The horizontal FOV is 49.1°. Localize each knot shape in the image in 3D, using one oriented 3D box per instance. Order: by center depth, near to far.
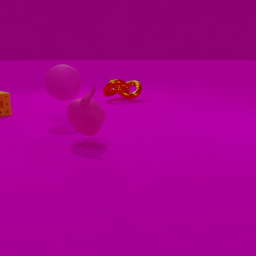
[{"bbox_3d":[-0.424,-1.837,13.047,1.845,0.853,1.727,13,13,43],"label":"knot shape"}]

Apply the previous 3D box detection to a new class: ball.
[{"bbox_3d":[-1.968,-1.365,8.501,1.098,1.098,1.098,0,15,0],"label":"ball"}]

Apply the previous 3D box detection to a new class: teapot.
[{"bbox_3d":[-0.948,-0.352,6.660,0.961,1.545,0.757,36,58,18],"label":"teapot"}]

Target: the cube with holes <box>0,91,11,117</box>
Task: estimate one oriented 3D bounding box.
[{"bbox_3d":[-4.704,-0.843,9.852,0.788,0.788,0.788,13,19,39],"label":"cube with holes"}]
